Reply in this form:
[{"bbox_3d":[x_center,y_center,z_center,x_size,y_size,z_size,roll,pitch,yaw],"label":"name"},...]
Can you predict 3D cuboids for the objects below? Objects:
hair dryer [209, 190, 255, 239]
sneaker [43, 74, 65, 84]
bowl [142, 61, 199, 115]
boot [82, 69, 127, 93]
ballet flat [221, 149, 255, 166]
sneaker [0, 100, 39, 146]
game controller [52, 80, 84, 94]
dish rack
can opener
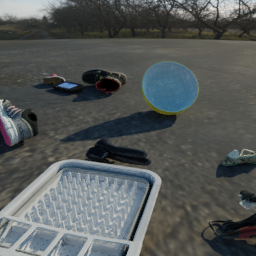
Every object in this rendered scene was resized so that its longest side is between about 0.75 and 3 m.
[{"bbox_3d":[2.372,1.805,4.811,1.250,0.446,1.641,-34,32,-27],"label":"hair dryer"},{"bbox_3d":[-4.003,-2.762,15.810,1.387,0.494,0.780,6,26,21],"label":"sneaker"},{"bbox_3d":[1.547,-1.397,11.142,2.216,2.216,1.193,-3,-20,-7],"label":"bowl"},{"bbox_3d":[-1.355,-2.433,14.513,2.493,0.912,1.877,8,22,3],"label":"boot"},{"bbox_3d":[2.929,0.733,7.263,1.059,0.399,0.359,-2,22,-5],"label":"ballet flat"},{"bbox_3d":[-3.560,-0.265,9.086,1.112,0.938,2.542,-12,29,-27],"label":"sneaker"},{"bbox_3d":[-3.079,-2.115,14.363,1.787,0.376,0.932,16,27,37],"label":"game controller"},{"bbox_3d":[-0.794,1.541,4.967,2.462,0.625,2.869,5,23,15],"label":"dish rack"},{"bbox_3d":[-0.212,0.681,7.121,1.865,0.591,0.733,7,56,34],"label":"can opener"}]
